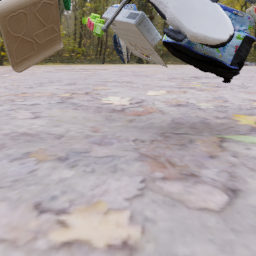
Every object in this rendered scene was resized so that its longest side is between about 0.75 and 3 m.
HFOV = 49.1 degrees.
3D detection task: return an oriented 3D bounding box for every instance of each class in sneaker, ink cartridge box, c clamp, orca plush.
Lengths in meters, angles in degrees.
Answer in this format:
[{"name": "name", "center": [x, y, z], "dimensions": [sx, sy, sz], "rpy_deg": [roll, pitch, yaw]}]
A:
[{"name": "sneaker", "center": [0.033, -3.384, 10.273], "dimensions": [1.030, 2.417, 0.931], "rpy_deg": [-22, 56, -12]}, {"name": "ink cartridge box", "center": [0.312, -2.804, 8.595], "dimensions": [1.809, 0.454, 2.084], "rpy_deg": [40, 0, -39]}, {"name": "c clamp", "center": [-0.103, -3.104, 5.822], "dimensions": [0.341, 2.149, 2.516], "rpy_deg": [40, 10, -32]}, {"name": "orca plush", "center": [1.187, -2.624, 6.758], "dimensions": [2.825, 1.486, 1.004], "rpy_deg": [22, -7, 15]}]

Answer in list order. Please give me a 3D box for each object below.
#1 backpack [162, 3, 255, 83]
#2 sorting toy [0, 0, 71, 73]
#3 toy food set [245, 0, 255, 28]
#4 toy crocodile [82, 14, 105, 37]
[{"name": "backpack", "center": [2.289, -2.533, 8.034], "dimensions": [2.303, 1.692, 2.107], "rpy_deg": [24, 7, 11]}, {"name": "sorting toy", "center": [-2.255, -2.825, 7.495], "dimensions": [0.374, 1.880, 2.543], "rpy_deg": [33, 56, 22]}, {"name": "toy food set", "center": [4.314, -3.669, 8.501], "dimensions": [2.895, 1.840, 0.456], "rpy_deg": [-26, 5, -40]}, {"name": "toy crocodile", "center": [-1.217, -3.717, 10.087], "dimensions": [0.532, 0.581, 1.722], "rpy_deg": [1, 33, -25]}]
